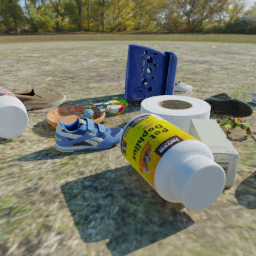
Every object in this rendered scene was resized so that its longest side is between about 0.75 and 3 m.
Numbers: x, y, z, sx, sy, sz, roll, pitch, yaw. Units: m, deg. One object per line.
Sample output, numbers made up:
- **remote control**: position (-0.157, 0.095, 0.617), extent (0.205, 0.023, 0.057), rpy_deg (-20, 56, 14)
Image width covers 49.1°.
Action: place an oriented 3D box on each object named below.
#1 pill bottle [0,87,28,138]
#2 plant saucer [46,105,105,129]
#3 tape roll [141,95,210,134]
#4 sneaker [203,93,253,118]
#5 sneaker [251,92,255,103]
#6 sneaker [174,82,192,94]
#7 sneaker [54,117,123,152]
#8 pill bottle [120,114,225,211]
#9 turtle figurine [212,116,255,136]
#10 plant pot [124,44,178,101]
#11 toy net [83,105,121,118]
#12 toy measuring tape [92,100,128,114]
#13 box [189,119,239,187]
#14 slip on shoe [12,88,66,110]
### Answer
- **pill bottle**: position (-4.823, -0.615, 10.810), extent (1.531, 1.531, 2.642), rpy_deg (-14, 26, -31)
- **plant saucer**: position (-2.167, -0.401, 11.714), extent (2.415, 0.452, 2.415), rpy_deg (-1, 21, 0)
- **tape roll**: position (1.861, -0.511, 11.296), extent (2.764, 0.967, 2.764), rpy_deg (1, 22, 0)
- **sneaker**: position (4.705, -1.117, 12.906), extent (2.262, 0.865, 1.296), rpy_deg (12, 31, 40)
- **sneaker**: position (6.798, -1.438, 14.185), extent (0.486, 0.512, 1.273), rpy_deg (-9, 25, -25)
- **sneaker**: position (3.142, -2.399, 16.377), extent (1.589, 0.640, 0.607), rpy_deg (-10, 22, -28)
- **sneaker**: position (-1.274, 0.162, 9.588), extent (2.475, 1.018, 0.915), rpy_deg (-6, 21, -19)
- **pill bottle**: position (1.034, 0.785, 7.223), extent (1.620, 1.620, 2.965), rpy_deg (-10, 24, -23)
- **turtle figurine**: position (3.834, -0.069, 10.533), extent (1.787, 0.714, 2.216), rpy_deg (-19, 29, -39)
- **plant pot**: position (1.139, -2.880, 14.681), extent (2.495, 2.775, 2.775), rpy_deg (5, 16, -1)
- **toy net**: position (-1.096, -0.773, 12.126), extent (1.663, 0.321, 0.872), rpy_deg (-5, 22, 3)
- **toy measuring tape**: position (-0.779, -0.900, 12.688), extent (1.777, 0.654, 0.654), rpy_deg (-11, 25, -30)
- **box**: position (2.449, 0.627, 8.419), extent (0.879, 1.057, 2.572), rpy_deg (2, 23, 3)
- **slip on shoe**: position (-4.493, -1.489, 13.762), extent (2.979, 0.903, 1.133), rpy_deg (-13, 25, -28)
